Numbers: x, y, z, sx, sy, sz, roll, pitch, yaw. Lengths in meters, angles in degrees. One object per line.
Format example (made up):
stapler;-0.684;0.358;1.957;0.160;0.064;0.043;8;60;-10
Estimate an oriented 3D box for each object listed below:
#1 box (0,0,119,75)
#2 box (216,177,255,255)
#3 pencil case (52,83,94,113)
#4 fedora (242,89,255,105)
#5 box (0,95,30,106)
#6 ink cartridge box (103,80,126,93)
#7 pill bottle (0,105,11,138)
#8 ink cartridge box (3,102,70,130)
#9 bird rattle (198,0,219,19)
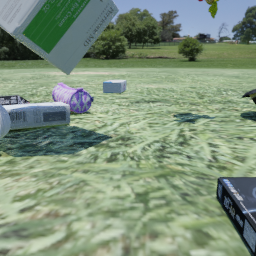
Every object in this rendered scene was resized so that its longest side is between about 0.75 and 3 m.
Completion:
box;-1.831;-2.803;6.479;2.090;2.080;1.791;41;4;32
box;1.869;1.041;3.476;1.138;0.309;1.420;0;15;1
pencil case;-2.214;-1.175;10.752;0.929;0.946;2.214;-22;23;-29
fedora;4.936;-0.976;9.439;2.069;0.945;2.069;-15;-5;-1
box;-3.976;-0.788;9.306;1.074;0.339;1.362;-4;-3;-4
ink cartridge box;-0.741;-2.405;16.118;1.071;0.627;1.482;2;14;11
pill bottle;-3.267;0.085;5.359;1.221;1.221;2.193;2;15;9
ink cartridge box;-3.301;-0.564;8.992;2.176;0.642;2.718;-8;17;-28
bird rattle;2.271;-4.198;8.782;1.690;0.952;1.378;4;37;-31
